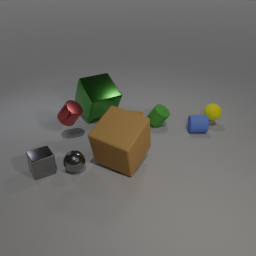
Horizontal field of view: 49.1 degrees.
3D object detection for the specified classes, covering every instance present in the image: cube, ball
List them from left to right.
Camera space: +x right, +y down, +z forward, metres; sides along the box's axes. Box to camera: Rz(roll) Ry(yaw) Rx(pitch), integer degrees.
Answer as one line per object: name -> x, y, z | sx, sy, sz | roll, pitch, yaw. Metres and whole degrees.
cube -> -2.742, 1.085, 8.864 | 0.700, 0.700, 0.700 | -16, 32, -28
ball -> -1.696, 1.054, 8.866 | 0.700, 0.700, 0.700 | 0, 28, 0
cube -> -1.310, -1.293, 12.046 | 1.400, 1.400, 1.400 | -18, 62, -30
cube -> -0.208, 0.402, 8.820 | 1.400, 1.400, 1.400 | 20, 54, 22
ball -> 3.506, -0.657, 11.582 | 0.700, 0.700, 0.700 | 0, 28, 0

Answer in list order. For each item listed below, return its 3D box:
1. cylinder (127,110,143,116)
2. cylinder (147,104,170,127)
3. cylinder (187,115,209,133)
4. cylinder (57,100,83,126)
cylinder -> 0.247, -0.355, 11.442 | 0.700, 0.700, 0.700 | 6, 29, 3
cylinder -> 1.252, -0.510, 11.577 | 0.700, 0.700, 0.700 | 20, 42, -20
cylinder -> 2.791, -0.169, 11.180 | 0.700, 0.700, 0.700 | -1, 28, 1
cylinder -> -2.117, -0.535, 10.209 | 0.700, 0.700, 0.700 | 28, 38, -24
